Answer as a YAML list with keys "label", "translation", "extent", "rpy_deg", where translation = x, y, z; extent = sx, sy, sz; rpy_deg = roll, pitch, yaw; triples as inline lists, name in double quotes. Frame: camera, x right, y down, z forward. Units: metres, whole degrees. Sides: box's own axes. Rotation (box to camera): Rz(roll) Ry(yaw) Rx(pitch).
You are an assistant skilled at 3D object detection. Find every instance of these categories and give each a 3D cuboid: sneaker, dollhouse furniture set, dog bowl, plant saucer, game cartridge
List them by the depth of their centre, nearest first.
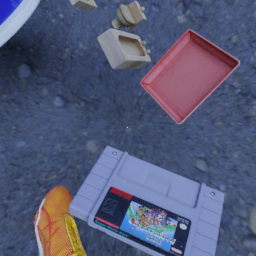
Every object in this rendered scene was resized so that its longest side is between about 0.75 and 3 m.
- label: "game cartridge"
  translation: [0.306, 1.041, 3.845]
  extent: [1.906, 0.366, 1.236]
  rpy_deg: [21, 40, 9]
- label: "plant saucer"
  translation: [1.035, -0.897, 4.911]
  extent: [1.357, 0.250, 1.360]
  rpy_deg: [-47, 48, 12]
- label: "sneaker"
  translation: [-1.125, 2.246, 5.067]
  extent: [1.040, 0.984, 2.697]
  rpy_deg: [-23, 47, 14]
- label: "dollhouse furniture set"
  translation: [0.145, -2.577, 5.685]
  extent: [1.738, 2.029, 2.133]
  rpy_deg: [-26, 91, 26]
- label: "dog bowl"
  translation: [-3.452, -2.850, 6.521]
  extent: [2.882, 1.135, 2.882]
  rpy_deg: [-19, 49, 23]
